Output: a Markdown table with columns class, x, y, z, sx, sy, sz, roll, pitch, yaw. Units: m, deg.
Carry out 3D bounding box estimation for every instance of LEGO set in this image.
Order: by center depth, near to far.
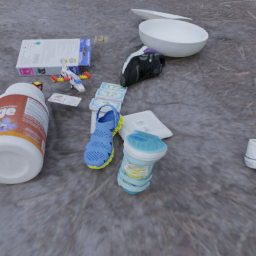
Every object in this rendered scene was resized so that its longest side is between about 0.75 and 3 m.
| class | x | y | z | sx | sy | sz | roll | pitch | yaw |
| --- | --- | --- | --- | --- | --- | --- | --- | --- | --- |
| LEGO set | -1.492 | -1.378 | 8.941 | 2.834 | 0.696 | 2.117 | 11 | 31 | 2 |

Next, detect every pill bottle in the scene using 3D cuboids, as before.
| class | x | y | z | sx | sy | sz | roll | pitch | yaw |
| --- | --- | --- | --- | --- | --- | --- | --- | --- | --- |
| pill bottle | -2.809 | -0.012 | 7.133 | 1.464 | 1.464 | 2.610 | -5 | 41 | -6 |

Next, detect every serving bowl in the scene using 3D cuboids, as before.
| class | x | y | z | sx | sy | sz | roll | pitch | yaw |
| --- | --- | --- | --- | --- | --- | --- | --- | --- | --- |
| serving bowl | 1.835 | -3.671 | 11.732 | 2.838 | 0.933 | 2.838 | 3 | 38 | -3 |

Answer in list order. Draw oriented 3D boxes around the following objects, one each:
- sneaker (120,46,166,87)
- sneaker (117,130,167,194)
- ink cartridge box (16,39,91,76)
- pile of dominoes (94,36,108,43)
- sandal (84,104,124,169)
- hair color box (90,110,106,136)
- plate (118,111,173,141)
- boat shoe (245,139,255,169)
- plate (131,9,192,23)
| class | x | y | z | sx | sy | sz | roll | pitch | yaw |
| --- | --- | --- | --- | --- | --- | --- | --- | --- | --- |
| sneaker | 0.639 | -2.218 | 10.151 | 1.120 | 0.969 | 2.559 | 21 | 44 | 16 |
| sneaker | 0.213 | 0.836 | 5.755 | 0.849 | 1.394 | 2.136 | 17 | 6 | 6 |
| ink cartridge box | -2.780 | -2.759 | 10.838 | 2.720 | 0.571 | 1.623 | -4 | 54 | -1 |
| pile of dominoes | -1.238 | -4.177 | 13.032 | 0.626 | 0.128 | 0.803 | -2 | 41 | -2 |
| sandal | -0.659 | 0.128 | 7.077 | 0.763 | 0.836 | 1.920 | 3 | 51 | 13 |
| hair color box | -0.807 | -0.108 | 8.088 | 0.505 | 0.309 | 1.019 | -1 | 44 | -3 |
| plate | 0.371 | -0.072 | 8.031 | 1.383 | 0.224 | 1.386 | -13 | 37 | -20 |
| boat shoe | 4.017 | 0.589 | 6.796 | 2.220 | 0.741 | 0.816 | -2 | 16 | -2 |
| plate | 1.707 | -5.554 | 14.082 | 2.339 | 0.379 | 2.344 | 25 | 30 | 29 |
